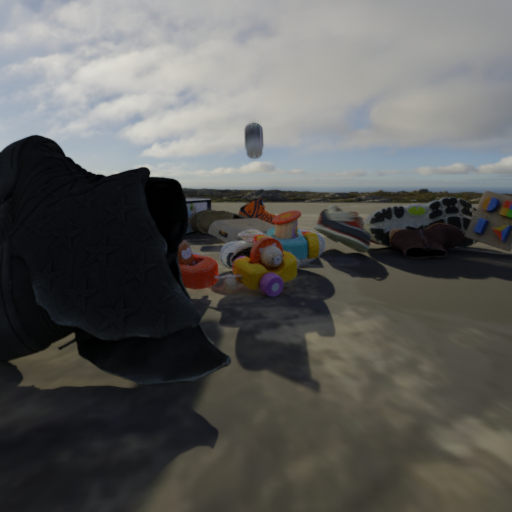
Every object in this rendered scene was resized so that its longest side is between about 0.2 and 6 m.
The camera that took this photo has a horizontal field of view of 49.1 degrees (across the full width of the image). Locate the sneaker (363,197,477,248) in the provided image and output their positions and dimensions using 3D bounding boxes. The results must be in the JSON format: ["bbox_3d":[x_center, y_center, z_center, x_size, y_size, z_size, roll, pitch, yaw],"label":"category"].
[{"bbox_3d":[3.784,-0.738,13.012,2.983,1.149,1.267,1,-2,-12],"label":"sneaker"}]

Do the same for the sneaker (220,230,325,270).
[{"bbox_3d":[0.321,-0.005,9.167,1.791,0.654,0.634,-11,18,-11],"label":"sneaker"}]

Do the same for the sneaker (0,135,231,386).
[{"bbox_3d":[-1.392,-0.235,4.936,1.824,1.050,3.496,-19,40,3],"label":"sneaker"}]

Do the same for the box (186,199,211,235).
[{"bbox_3d":[-2.758,-1.158,16.494,1.963,1.012,3.366,2,7,16],"label":"box"}]

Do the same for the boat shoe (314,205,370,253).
[{"bbox_3d":[1.908,-0.643,12.041,0.846,0.744,2.377,35,2,-14],"label":"boat shoe"}]

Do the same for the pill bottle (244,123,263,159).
[{"bbox_3d":[-0.058,-3.030,14.762,0.500,0.885,0.500,-1,-34,-1],"label":"pill bottle"}]

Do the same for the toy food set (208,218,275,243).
[{"bbox_3d":[-0.163,-0.528,14.005,1.703,0.514,1.222,-7,21,-36],"label":"toy food set"}]

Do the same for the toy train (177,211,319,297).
[{"bbox_3d":[-0.211,-0.152,7.790,1.895,0.702,2.523,12,25,30],"label":"toy train"}]

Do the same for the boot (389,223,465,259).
[{"bbox_3d":[3.619,-0.205,11.386,1.693,0.612,1.408,1,19,-4],"label":"boot"}]

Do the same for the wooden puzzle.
[{"bbox_3d":[5.117,-0.784,11.963,0.282,1.128,1.218,20,5,-36],"label":"wooden puzzle"}]

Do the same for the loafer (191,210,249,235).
[{"bbox_3d":[-0.939,-0.987,16.262,1.967,0.748,0.663,-5,3,-32],"label":"loafer"}]

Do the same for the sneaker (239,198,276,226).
[{"bbox_3d":[0.351,-1.257,17.206,1.855,1.039,0.720,0,7,2],"label":"sneaker"}]
